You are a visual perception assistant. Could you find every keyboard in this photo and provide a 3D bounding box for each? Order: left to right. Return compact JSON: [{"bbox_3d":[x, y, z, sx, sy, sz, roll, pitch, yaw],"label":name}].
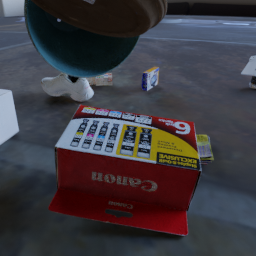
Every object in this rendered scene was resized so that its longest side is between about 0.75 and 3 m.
[{"bbox_3d":[4.040,-1.906,8.559,0.134,0.705,2.506,25,14,0],"label":"keyboard"}]

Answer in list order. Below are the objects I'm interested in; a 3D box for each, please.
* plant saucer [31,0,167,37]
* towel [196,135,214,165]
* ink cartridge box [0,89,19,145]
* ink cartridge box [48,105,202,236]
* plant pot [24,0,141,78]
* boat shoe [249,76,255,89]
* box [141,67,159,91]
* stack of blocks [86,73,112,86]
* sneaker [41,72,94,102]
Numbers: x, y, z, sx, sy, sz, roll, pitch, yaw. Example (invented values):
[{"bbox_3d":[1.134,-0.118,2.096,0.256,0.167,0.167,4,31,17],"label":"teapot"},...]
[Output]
[{"bbox_3d":[-0.602,-1.948,4.207,2.378,0.350,2.378,16,-2,1],"label":"plant saucer"},{"bbox_3d":[1.262,0.452,7.521,1.949,0.222,1.399,6,28,11],"label":"towel"},{"bbox_3d":[-4.300,-0.317,7.785,1.838,1.349,1.342,9,28,15],"label":"ink cartridge box"},{"bbox_3d":[0.005,0.688,5.635,2.651,1.112,2.327,8,32,2],"label":"ink cartridge box"},{"bbox_3d":[-1.070,-2.507,6.024,2.408,2.408,1.622,-12,35,-23],"label":"plant pot"},{"bbox_3d":[6.197,-2.061,12.035,1.914,0.634,0.669,0,27,0],"label":"boat shoe"},{"bbox_3d":[0.952,-2.102,11.982,0.266,0.765,1.285,14,31,24],"label":"box"},{"bbox_3d":[-1.342,-2.187,12.576,1.267,0.371,0.730,-1,27,-3],"label":"stack of blocks"},{"bbox_3d":[-2.445,-1.857,10.923,2.395,1.190,0.933,11,41,23],"label":"sneaker"}]
